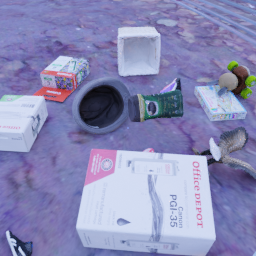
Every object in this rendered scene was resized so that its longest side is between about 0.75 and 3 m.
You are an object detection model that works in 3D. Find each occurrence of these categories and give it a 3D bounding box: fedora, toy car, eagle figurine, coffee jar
[{"bbox_3d":[-0.987,-0.773,9.842,2.112,1.868,0.954,-37,20,-14],"label":"fedora"},{"bbox_3d":[4.042,-1.756,11.264,1.589,1.253,1.305,-23,53,-17],"label":"toy car"},{"bbox_3d":[2.885,0.802,8.025,1.930,1.464,1.457,-7,19,-1],"label":"eagle figurine"},{"bbox_3d":[0.839,-0.674,8.709,1.684,0.878,0.719,-6,12,-4],"label":"coffee jar"}]

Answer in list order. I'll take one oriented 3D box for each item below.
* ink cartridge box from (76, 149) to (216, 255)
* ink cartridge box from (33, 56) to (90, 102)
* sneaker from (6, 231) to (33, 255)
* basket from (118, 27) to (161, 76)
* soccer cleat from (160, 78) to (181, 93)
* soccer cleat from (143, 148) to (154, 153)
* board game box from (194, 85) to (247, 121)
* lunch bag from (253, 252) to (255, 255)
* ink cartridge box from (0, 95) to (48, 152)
[{"bbox_3d":[0.441,1.685,6.616,2.859,1.183,2.094,3,50,4],"label":"ink cartridge box"},{"bbox_3d":[-2.874,-2.207,12.169,1.512,0.699,2.775,10,39,13],"label":"ink cartridge box"},{"bbox_3d":[-2.455,2.653,6.430,0.463,0.302,0.827,-20,51,-29],"label":"sneaker"},{"bbox_3d":[0.431,-3.595,13.034,1.911,1.894,1.537,-4,34,-4],"label":"basket"},{"bbox_3d":[1.653,-1.450,11.300,0.768,0.716,2.099,1,35,25],"label":"soccer cleat"},{"bbox_3d":[0.188,1.039,8.276,0.607,0.529,1.586,23,47,30],"label":"soccer cleat"},{"bbox_3d":[3.561,-1.032,10.996,1.337,0.340,1.988,-4,39,-5],"label":"board game box"},{"bbox_3d":[2.041,3.657,4.017,2.688,1.709,2.279,-37,50,-19],"label":"lunch bag"},{"bbox_3d":[-3.826,-0.206,9.516,1.520,0.878,2.089,3,39,4],"label":"ink cartridge box"}]
